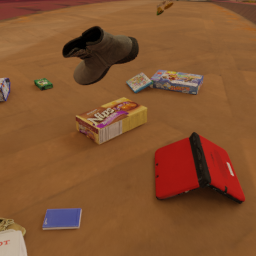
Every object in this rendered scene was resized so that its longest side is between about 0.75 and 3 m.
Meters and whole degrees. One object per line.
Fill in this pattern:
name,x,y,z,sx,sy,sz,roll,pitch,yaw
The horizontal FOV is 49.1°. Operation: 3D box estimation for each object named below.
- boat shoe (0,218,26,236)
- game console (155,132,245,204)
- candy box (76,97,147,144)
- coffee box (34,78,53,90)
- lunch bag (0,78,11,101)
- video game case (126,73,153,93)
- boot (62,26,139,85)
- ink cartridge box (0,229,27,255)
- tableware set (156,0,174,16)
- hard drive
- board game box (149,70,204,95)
boat shoe,-3.089,2.297,6.540,1.404,0.442,0.512,9,32,14
game console,2.014,1.338,8.344,2.021,1.392,2.345,29,29,-13
candy box,-0.593,-0.345,10.676,2.423,0.684,1.413,-24,38,-36
coffee box,-4.291,-2.234,14.222,0.646,0.231,1.051,-21,37,-31
lunch bag,-6.175,-1.814,12.900,1.254,0.913,1.475,-6,40,-8
video game case,0.543,-2.281,14.030,0.989,0.123,1.382,-30,36,-1
boot,-1.236,-2.169,8.400,2.854,0.966,1.864,-20,-12,40
ink cartridge box,-2.630,3.084,4.709,1.684,0.986,2.331,-8,34,-14
tableware set,1.774,-4.985,11.225,1.419,0.218,0.956,-28,-1,5
hard drive,-1.620,2.245,6.947,0.865,0.110,0.571,-1,31,-2
board game box,2.472,-2.377,14.268,2.434,0.419,1.648,12,33,19
